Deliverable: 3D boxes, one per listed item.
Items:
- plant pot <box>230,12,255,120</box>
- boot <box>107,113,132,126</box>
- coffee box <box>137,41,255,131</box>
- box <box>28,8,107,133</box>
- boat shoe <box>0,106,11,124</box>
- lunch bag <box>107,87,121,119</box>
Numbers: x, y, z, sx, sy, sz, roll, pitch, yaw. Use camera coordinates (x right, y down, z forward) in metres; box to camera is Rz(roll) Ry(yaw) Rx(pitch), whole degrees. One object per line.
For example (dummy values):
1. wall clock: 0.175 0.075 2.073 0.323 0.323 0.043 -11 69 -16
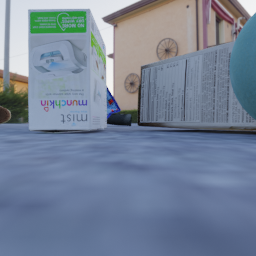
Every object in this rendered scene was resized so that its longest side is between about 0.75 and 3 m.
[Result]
1. plant pot: 1.510 -0.560 2.233 1.362 1.362 0.917 0 6 23
2. boot: -0.771 -0.290 10.242 1.814 0.595 1.495 9 11 1
3. coffee box: 1.562 -0.510 4.084 1.554 1.083 2.718 3 -1 -34
4. box: -0.792 -0.718 4.279 0.843 1.539 1.744 0 2 2
5. boat shoe: -6.046 -0.499 11.640 2.398 0.886 0.887 0 -5 -6
6. lunch bag: -0.971 -0.831 6.289 1.066 1.416 0.666 -8 22 42
